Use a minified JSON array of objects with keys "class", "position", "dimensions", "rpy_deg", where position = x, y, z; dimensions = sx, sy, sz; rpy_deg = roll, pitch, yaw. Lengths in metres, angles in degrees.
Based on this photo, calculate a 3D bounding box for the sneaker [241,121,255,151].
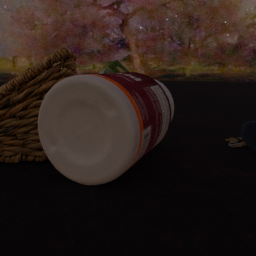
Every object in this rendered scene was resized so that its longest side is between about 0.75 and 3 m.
[{"class":"sneaker","position":[2.861,0.229,5.062],"dimensions":[1.556,0.575,0.640],"rpy_deg":[16,18,31]}]

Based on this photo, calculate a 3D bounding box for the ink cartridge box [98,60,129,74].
[{"class":"ink cartridge box","position":[-0.812,-1.677,10.933],"dimensions":[2.031,1.054,0.602],"rpy_deg":[-26,31,42]}]

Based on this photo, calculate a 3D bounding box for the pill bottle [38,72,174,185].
[{"class":"pill bottle","position":[-0.110,-0.188,4.690],"dimensions":[1.471,1.471,2.577],"rpy_deg":[5,13,21]}]

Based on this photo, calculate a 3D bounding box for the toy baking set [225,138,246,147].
[{"class":"toy baking set","position":[2.355,0.316,5.780],"dimensions":[0.607,0.092,0.791],"rpy_deg":[-1,11,9]}]

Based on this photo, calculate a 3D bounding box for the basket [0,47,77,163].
[{"class":"basket","position":[-1.930,-0.571,5.563],"dimensions":[1.822,1.901,2.552],"rpy_deg":[-1,12,-7]}]
